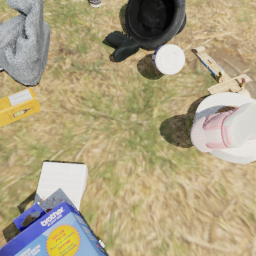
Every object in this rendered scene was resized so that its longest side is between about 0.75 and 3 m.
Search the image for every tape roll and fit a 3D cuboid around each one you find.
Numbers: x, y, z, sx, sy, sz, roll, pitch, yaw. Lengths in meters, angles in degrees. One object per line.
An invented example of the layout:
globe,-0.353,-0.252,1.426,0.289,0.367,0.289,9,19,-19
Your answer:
tape roll,3.096,-0.062,8.202,2.338,0.427,2.338,0,55,-1

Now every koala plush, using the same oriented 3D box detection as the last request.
koala plush,-4.141,-2.731,8.834,2.885,2.558,2.651,4,78,-7

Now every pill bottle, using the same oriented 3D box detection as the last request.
pill bottle,1.257,-2.237,9.099,0.901,0.901,1.624,0,16,0

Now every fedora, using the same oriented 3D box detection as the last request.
fedora,1.194,-4.186,10.457,1.273,2.788,2.788,0,43,-47

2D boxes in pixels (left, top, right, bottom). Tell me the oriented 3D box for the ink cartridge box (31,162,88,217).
ink cartridge box,-1.693,1.600,7.116,1.165,0.360,1.436,4,62,2

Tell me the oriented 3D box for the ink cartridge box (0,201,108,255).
ink cartridge box,-1.430,2.755,5.693,1.735,0.971,2.543,-37,60,-12

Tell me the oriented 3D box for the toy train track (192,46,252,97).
toy train track,3.170,-2.014,9.608,1.624,0.461,2.832,-21,56,-15

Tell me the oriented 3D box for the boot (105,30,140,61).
boot,-0.360,-3.046,10.236,1.169,0.528,1.427,38,49,20

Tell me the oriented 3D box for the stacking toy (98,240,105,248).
stacking toy,-1.041,2.628,6.402,0.656,0.204,0.870,-38,62,-24

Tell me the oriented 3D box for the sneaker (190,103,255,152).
sneaker,2.524,-0.017,7.211,2.594,1.356,0.976,-15,92,-48

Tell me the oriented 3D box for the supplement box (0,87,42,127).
supplement box,-3.594,-0.558,8.468,1.785,0.594,0.614,-23,55,-17

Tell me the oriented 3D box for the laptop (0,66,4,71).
laptop,-4.643,-2.495,9.774,1.113,0.689,1.189,-27,40,-17

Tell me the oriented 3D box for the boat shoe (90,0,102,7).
boat shoe,-1.499,-6.230,12.529,0.753,0.650,2.074,-7,54,-5
